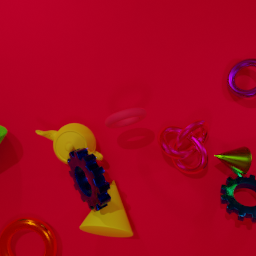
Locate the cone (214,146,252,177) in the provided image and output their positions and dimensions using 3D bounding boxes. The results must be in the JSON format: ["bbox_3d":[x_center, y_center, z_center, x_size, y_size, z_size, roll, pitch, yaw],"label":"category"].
[{"bbox_3d":[2.798,0.848,7.805,0.863,0.860,0.860,13,85,-11],"label":"cone"}]

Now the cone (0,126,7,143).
[{"bbox_3d":[-4.283,0.790,7.888,1.554,1.554,1.560,10,104,1],"label":"cone"}]

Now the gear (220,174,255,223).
[{"bbox_3d":[3.283,1.901,7.735,1.395,0.258,1.395,-6,43,6],"label":"gear"}]

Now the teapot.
[{"bbox_3d":[-1.617,0.464,7.954,1.982,0.970,1.232,24,94,1],"label":"teapot"}]

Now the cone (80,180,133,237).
[{"bbox_3d":[-0.504,2.182,7.933,1.457,1.457,1.462,7,60,1],"label":"cone"}]

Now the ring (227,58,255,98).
[{"bbox_3d":[3.541,-1.473,8.261,1.220,0.244,1.220,-9,73,34],"label":"ring"}]

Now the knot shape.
[{"bbox_3d":[1.565,0.446,8.026,1.536,0.758,1.642,15,91,-9],"label":"knot shape"}]

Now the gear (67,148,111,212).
[{"bbox_3d":[-1.015,1.300,7.103,0.296,1.602,1.602,-22,84,-33],"label":"gear"}]

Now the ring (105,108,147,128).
[{"bbox_3d":[-0.054,-0.257,7.481,1.156,1.156,0.231,-16,79,-1],"label":"ring"}]

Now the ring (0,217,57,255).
[{"bbox_3d":[-2.853,3.371,7.948,1.705,0.341,1.705,0,92,4],"label":"ring"}]
